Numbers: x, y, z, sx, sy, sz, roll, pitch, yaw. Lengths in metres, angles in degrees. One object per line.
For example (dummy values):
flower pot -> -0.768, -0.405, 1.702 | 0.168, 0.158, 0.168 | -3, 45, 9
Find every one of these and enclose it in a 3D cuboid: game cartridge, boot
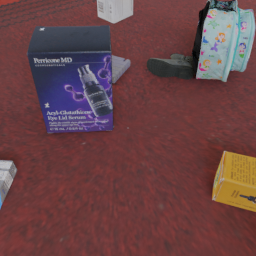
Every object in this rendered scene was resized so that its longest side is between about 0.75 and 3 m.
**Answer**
game cartridge -> -1.123, -2.330, 10.407 | 2.074, 0.398, 1.345 | 20, 53, 19
boot -> 1.597, -2.376, 10.342 | 1.794, 0.608, 1.172 | 13, 42, 0

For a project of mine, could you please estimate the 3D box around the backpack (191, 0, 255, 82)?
backpack -> 3.137, -2.873, 9.512 | 2.003, 2.362, 2.661 | 13, 43, 16

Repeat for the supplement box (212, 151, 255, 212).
supplement box -> 3.468, 1.412, 6.239 | 2.910, 0.968, 1.001 | 12, 46, 11

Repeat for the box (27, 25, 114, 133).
box -> -1.408, -1.274, 7.685 | 1.984, 2.681, 1.399 | -3, 45, -3

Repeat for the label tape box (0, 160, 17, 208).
label tape box -> -3.344, 1.366, 6.681 | 0.916, 0.402, 1.271 | 3, 45, 3

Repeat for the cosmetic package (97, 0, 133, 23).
cosmetic package -> -0.608, -5.910, 13.388 | 1.141, 1.148, 1.372 | 33, 54, 29
